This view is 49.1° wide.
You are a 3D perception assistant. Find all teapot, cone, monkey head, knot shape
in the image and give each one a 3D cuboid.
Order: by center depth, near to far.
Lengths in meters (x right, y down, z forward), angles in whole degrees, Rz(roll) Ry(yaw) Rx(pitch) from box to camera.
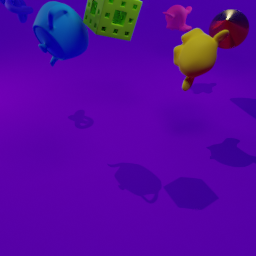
[{"bbox_3d":[-1.425,-1.858,5.725,1.167,1.877,0.919,41,72,1],"label":"teapot"},{"bbox_3d":[1.785,-1.758,6.888,1.213,1.687,1.016,1,43,-42],"label":"monkey head"},{"bbox_3d":[-3.228,-3.548,7.924,0.525,1.064,1.137,-45,23,0],"label":"knot shape"},{"bbox_3d":[3.107,-3.205,8.722,1.275,1.275,1.280,15,11,19],"label":"cone"},{"bbox_3d":[1.866,-3.943,10.087,1.406,0.847,1.012,-26,44,-31],"label":"monkey head"}]

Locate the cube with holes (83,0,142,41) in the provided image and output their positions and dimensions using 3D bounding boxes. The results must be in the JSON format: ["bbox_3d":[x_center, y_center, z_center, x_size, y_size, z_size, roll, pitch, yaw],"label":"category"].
[{"bbox_3d":[-0.305,-2.112,5.121,0.710,0.710,0.710,0,35,-32],"label":"cube with holes"}]
